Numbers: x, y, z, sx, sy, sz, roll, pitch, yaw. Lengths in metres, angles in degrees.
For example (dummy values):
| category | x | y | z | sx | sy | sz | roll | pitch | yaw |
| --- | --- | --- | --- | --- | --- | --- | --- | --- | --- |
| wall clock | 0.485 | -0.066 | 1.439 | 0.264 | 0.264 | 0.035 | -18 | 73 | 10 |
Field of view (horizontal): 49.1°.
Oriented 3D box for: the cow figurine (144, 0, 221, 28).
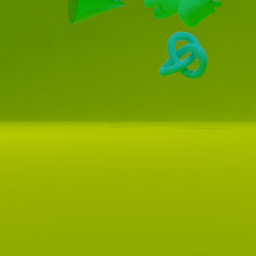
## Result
| category | x | y | z | sx | sy | sz | roll | pitch | yaw |
| --- | --- | --- | --- | --- | --- | --- | --- | --- | --- |
| cow figurine | 1.252 | -3.157 | 6.511 | 1.712 | 1.740 | 0.955 | -4 | -16 | 33 |

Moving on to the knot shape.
| category | x | y | z | sx | sy | sz | roll | pitch | yaw |
| --- | --- | --- | --- | --- | --- | --- | --- | --- | --- |
| knot shape | 2.255 | -2.682 | 10.884 | 1.895 | 2.025 | 0.936 | 35 | 5 | 35 |

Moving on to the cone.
| category | x | y | z | sx | sy | sz | roll | pitch | yaw |
| --- | --- | --- | --- | --- | --- | --- | --- | --- | --- |
| cone | -0.838 | -3.807 | 8.334 | 1.594 | 1.588 | 1.588 | -1 | 2 | -23 |
